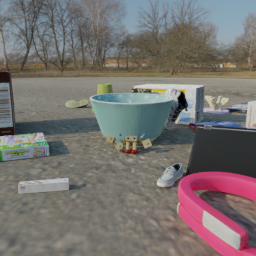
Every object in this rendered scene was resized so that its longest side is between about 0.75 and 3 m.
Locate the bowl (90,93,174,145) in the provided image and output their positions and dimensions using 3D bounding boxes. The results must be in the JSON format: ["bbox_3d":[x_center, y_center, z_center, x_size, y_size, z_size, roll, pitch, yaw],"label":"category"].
[{"bbox_3d":[0.135,-0.336,9.519,2.802,1.465,2.802,-1,13,0],"label":"bowl"}]

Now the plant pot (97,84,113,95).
[{"bbox_3d":[-1.482,-2.236,18.140,1.347,1.238,1.347,1,13,0],"label":"plant pot"}]

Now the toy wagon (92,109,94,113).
[{"bbox_3d":[-0.960,-0.928,14.522,1.317,0.336,1.698,11,17,38],"label":"toy wagon"}]

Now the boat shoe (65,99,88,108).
[{"bbox_3d":[-2.972,-1.385,16.354,1.317,0.482,0.413,-8,-12,-8],"label":"boat shoe"}]

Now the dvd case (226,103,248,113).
[{"bbox_3d":[7.006,-1.096,15.478,2.142,0.230,2.881,11,17,38],"label":"dvd case"}]

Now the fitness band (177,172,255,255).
[{"bbox_3d":[1.951,1.380,4.512,1.892,0.493,2.634,-3,14,-22],"label":"fitness band"}]

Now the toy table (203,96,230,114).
[{"bbox_3d":[4.626,-1.225,14.746,1.410,0.826,1.296,9,16,29],"label":"toy table"}]

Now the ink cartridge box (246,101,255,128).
[{"bbox_3d":[5.333,-0.344,10.195,1.159,1.165,1.603,-8,15,-31],"label":"ink cartridge box"}]

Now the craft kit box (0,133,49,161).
[{"bbox_3d":[-3.234,0.537,8.278,1.585,0.389,1.605,-8,15,-22],"label":"craft kit box"}]

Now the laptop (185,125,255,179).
[{"bbox_3d":[3.084,0.868,7.326,2.641,1.634,2.820,6,-14,21],"label":"laptop"}]

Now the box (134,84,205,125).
[{"bbox_3d":[1.823,-1.140,12.613,2.877,1.619,1.458,5,14,28],"label":"box"}]

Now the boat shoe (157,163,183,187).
[{"bbox_3d":[0.939,1.012,6.222,0.340,0.347,0.974,9,16,34],"label":"boat shoe"}]

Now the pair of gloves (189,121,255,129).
[{"bbox_3d":[3.545,0.018,10.355,2.059,0.292,2.561,-2,9,-10],"label":"pair of gloves"}]

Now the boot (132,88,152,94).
[{"bbox_3d":[0.089,-0.935,11.930,2.020,1.526,0.729,0,13,0],"label":"boot"}]

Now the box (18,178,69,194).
[{"bbox_3d":[-1.726,1.194,5.776,1.001,0.207,0.194,-3,14,-11],"label":"box"}]

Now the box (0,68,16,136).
[{"bbox_3d":[-5.502,-0.996,10.356,2.324,2.348,2.831,-6,14,-23],"label":"box"}]

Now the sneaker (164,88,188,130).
[{"bbox_3d":[1.828,-0.636,10.434,0.624,1.605,1.123,-12,18,-30],"label":"sneaker"}]

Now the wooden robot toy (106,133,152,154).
[{"bbox_3d":[0.050,0.530,8.370,1.358,0.598,0.616,1,-22,7],"label":"wooden robot toy"}]
